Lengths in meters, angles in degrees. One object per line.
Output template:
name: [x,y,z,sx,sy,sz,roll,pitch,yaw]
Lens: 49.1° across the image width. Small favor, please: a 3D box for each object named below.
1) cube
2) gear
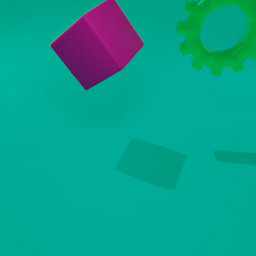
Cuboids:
cube: [-0.662,-1.879,6.335,1.282,1.282,1.282,-21,25,41]
gear: [2.135,-2.209,6.277,2.022,2.022,0.374,4,32,4]
